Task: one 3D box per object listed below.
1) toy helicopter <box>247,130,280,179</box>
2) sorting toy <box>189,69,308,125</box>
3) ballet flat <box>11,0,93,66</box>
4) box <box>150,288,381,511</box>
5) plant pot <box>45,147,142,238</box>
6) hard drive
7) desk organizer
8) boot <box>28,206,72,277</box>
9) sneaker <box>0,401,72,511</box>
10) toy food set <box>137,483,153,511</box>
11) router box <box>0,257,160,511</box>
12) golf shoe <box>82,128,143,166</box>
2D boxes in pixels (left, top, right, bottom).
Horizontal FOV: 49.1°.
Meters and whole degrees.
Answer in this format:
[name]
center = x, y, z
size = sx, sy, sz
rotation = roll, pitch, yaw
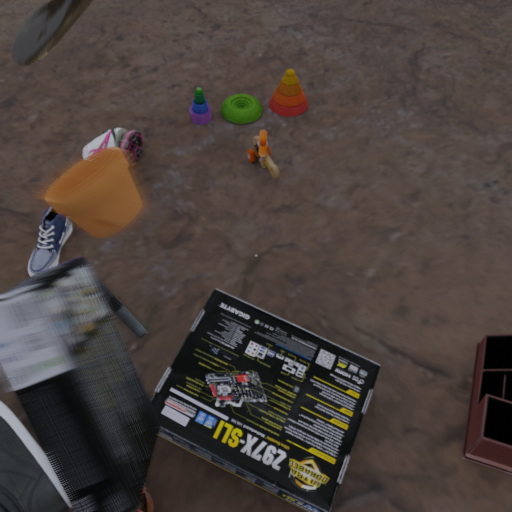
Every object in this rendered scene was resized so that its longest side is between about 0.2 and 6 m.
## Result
[toy helicopter]
center = 0.227, -2.246, 12.577
size = 0.498, 0.835, 1.263
rotation = -19, 54, -15
[sorting toy]
center = -0.166, -4.008, 13.848
size = 3.040, 1.047, 1.054
rotation = -11, 53, -9
[ballet flat]
center = -3.339, -4.258, 9.804
size = 0.824, 0.567, 2.446
rotation = 33, 85, 22
[box]
center = 0.126, 2.197, 8.766
size = 3.056, 0.754, 2.440
rotation = 24, 61, 7
[plant pot]
center = -2.465, -0.940, 8.880
size = 1.376, 0.963, 1.376
rotation = -25, 30, 16
[hard drive]
center = -1.867, 0.715, 7.580
size = 0.154, 0.935, 0.653
rotation = -43, 64, -13
[desk organizer]
center = 3.970, 2.222, 9.036
size = 0.789, 0.847, 2.201
rotation = 16, 53, 12
[boot]
center = -4.175, -0.321, 11.136
size = 0.569, 0.707, 1.565
rotation = 6, 52, 4
[sneaker]
center = -3.867, 3.128, 8.297
size = 2.444, 0.864, 1.212
rotation = 40, 56, 22
[toy food set]
center = -1.673, 3.712, 7.837
size = 0.592, 1.067, 1.814
rotation = 4, 44, -24
[router box]
center = -1.844, 1.323, 6.008
size = 0.613, 2.401, 1.791
rotation = -21, 10, 2
[golf shoe]
center = -3.447, -2.039, 12.464
size = 1.081, 0.852, 2.348
rotation = 10, 43, 14
